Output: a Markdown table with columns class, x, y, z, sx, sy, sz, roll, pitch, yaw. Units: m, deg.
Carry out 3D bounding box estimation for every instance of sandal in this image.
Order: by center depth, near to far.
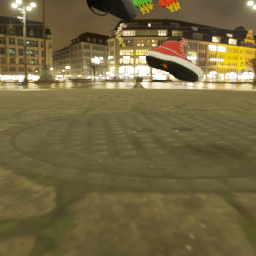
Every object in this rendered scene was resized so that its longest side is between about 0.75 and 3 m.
| class | x | y | z | sx | sy | sz | roll | pitch | yaw |
| --- | --- | --- | --- | --- | --- | --- | --- | --- | --- |
| sandal | -0.552 | -2.710 | 5.994 | 0.427 | 0.759 | 1.996 | -41 | 42 | -6 |

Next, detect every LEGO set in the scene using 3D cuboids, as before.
| class | x | y | z | sx | sy | sz | roll | pitch | yaw |
| --- | --- | --- | --- | --- | --- | --- | --- | --- | --- |
| LEGO set | -0.245 | -3.784 | 11.329 | 0.455 | 0.988 | 0.368 | 2 | -8 | -20 |

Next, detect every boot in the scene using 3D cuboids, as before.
| class | x | y | z | sx | sy | sz | roll | pitch | yaw |
| --- | --- | --- | --- | --- | --- | --- | --- | --- | --- |
| boot | 1.823 | -2.339 | 9.091 | 2.132 | 0.772 | 1.538 | 33 | 64 | 33 |

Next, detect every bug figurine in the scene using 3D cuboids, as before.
| class | x | y | z | sx | sy | sz | roll | pitch | yaw |
| --- | --- | --- | --- | --- | --- | --- | --- | --- | --- |
| bug figurine | 0.521 | -3.461 | 6.482 | 1.345 | 1.735 | 0.446 | -28 | 21 | -16 |
